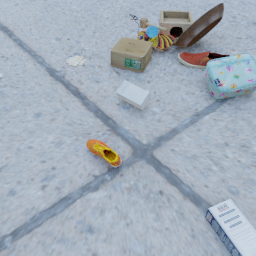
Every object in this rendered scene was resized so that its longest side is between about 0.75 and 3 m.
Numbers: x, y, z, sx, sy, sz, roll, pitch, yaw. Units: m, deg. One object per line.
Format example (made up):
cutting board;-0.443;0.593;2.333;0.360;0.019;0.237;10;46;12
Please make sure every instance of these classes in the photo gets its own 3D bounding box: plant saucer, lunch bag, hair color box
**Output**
plant saucer;3.259;-4.395;12.411;2.600;2.600;0.476;-37;88;-31
lunch bag;3.846;-1.963;10.411;1.915;0.738;1.536;-12;70;-3
hair color box;2.528;2.431;6.546;0.705;0.427;1.410;-17;47;-17

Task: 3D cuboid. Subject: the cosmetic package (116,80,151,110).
cosmetic package;0.204;-1.169;9.954;1.107;0.470;0.596;32;80;23

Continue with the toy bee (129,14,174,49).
toy bee;0.891;-4.040;12.760;2.232;1.213;1.461;30;11;17

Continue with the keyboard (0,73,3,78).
keyboard;-5.681;-1.968;11.307;1.202;0.064;0.338;-21;48;-21

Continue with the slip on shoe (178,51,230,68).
slip on shoe;3.256;-2.949;11.861;2.284;0.699;0.846;15;48;17

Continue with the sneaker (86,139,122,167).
sneaker;-0.725;0.643;8.267;1.346;0.519;0.491;27;69;30

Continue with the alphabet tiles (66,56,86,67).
alphabet tiles;-2.278;-2.942;12.305;0.776;0.058;0.793;13;46;13

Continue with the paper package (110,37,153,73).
paper package;0.158;-3.163;12.014;1.514;0.783;1.443;15;46;14

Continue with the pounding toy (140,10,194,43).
pounding toy;1.764;-4.602;13.222;2.457;1.124;2.159;3;44;3
